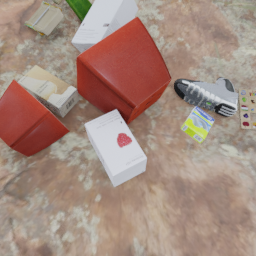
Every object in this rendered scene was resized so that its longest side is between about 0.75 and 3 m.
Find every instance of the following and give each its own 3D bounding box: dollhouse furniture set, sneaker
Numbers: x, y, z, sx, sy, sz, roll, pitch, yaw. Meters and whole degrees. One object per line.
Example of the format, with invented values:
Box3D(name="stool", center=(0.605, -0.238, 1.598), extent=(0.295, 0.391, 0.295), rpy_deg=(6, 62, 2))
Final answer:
Box3D(name="dollhouse furniture set", center=(-3.165, -5.173, 13.005), extent=(1.760, 1.348, 2.686), rpy_deg=(35, 84, 39))
Box3D(name="sneaker", center=(3.129, -1.545, 10.992), extent=(2.571, 0.964, 1.485), rpy_deg=(27, 60, 2))

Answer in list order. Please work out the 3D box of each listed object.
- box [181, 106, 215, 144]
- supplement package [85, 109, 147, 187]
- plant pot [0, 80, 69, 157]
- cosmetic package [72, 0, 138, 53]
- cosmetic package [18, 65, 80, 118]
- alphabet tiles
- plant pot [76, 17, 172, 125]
Box3D(name="box", center=(1.729, -0.120, 6.827), extent=(0.595, 0.232, 0.976), rpy_deg=(38, 47, 4))
Box3D(name="supplement package", center=(-0.414, 0.680, 9.550), extent=(1.270, 1.254, 2.095), rpy_deg=(-26, 65, -13))
Box3D(name="plant pot", center=(-3.544, -0.150, 9.733), extent=(1.945, 1.943, 1.714), rpy_deg=(40, 80, 18))
Box3D(name="cosmetic package", center=(-0.915, -4.335, 11.733), extent=(1.594, 1.146, 2.826), rpy_deg=(13, 73, 32))
Box3D(name="cosmetic package", center=(-3.078, -1.452, 10.946), extent=(2.121, 0.754, 1.116), rpy_deg=(30, 66, 15))
Box3D(name="alphabet tiles", center=(5.473, -0.671, 10.926), extent=(2.204, 0.083, 1.842), rpy_deg=(7, 62, 3))
Box3D(name="plant pot", center=(-0.055, -1.733, 10.199), extent=(2.720, 2.723, 2.399), rpy_deg=(-39, 83, -18))
